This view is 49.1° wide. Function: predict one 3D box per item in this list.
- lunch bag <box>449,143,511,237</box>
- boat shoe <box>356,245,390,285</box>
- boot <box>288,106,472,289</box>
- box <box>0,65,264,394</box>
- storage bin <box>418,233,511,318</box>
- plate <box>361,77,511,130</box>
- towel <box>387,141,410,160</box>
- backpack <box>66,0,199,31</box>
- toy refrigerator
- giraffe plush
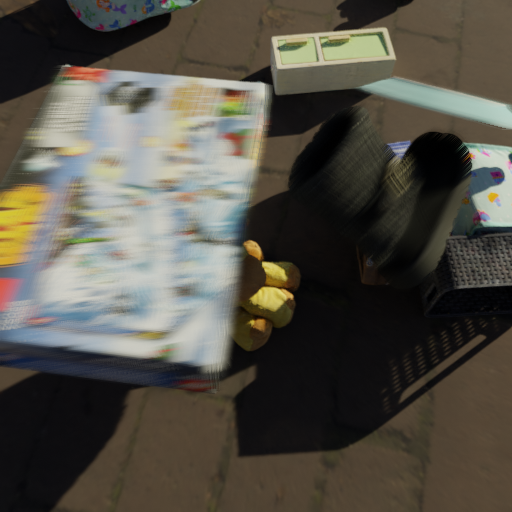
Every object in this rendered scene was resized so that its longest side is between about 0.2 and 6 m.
[{"bbox_3d":[4.474,-0.981,10.223,2.286,1.394,1.948,1,59,-14],"label":"lunch bag"},{"bbox_3d":[1.940,-0.999,10.159,1.164,1.162,3.216,-14,67,-4],"label":"boat shoe"},{"bbox_3d":[1.792,-1.252,7.676,2.209,1.112,2.954,41,51,-19],"label":"boot"},{"bbox_3d":[-1.686,-0.644,7.371,3.110,0.906,4.543,7,56,4],"label":"box"},{"bbox_3d":[3.907,0.342,9.551,2.037,1.377,0.955,-3,65,-1],"label":"storage bin"},{"bbox_3d":[2.757,-2.276,8.185,2.428,0.310,2.428,12,21,-5],"label":"plate"},{"bbox_3d":[2.599,-1.272,11.019,1.540,0.254,2.128,-9,63,-2],"label":"towel"},{"bbox_3d":[-2.998,-6.575,12.583,2.976,2.240,2.641,-28,66,-7],"label":"backpack"},{"bbox_3d":[1.608,-4.206,12.053,2.509,0.878,0.952,-6,64,-2],"label":"toy refrigerator"},{"bbox_3d":[-0.399,0.307,9.314,2.248,1.823,1.939,13,65,6],"label":"giraffe plush"}]
